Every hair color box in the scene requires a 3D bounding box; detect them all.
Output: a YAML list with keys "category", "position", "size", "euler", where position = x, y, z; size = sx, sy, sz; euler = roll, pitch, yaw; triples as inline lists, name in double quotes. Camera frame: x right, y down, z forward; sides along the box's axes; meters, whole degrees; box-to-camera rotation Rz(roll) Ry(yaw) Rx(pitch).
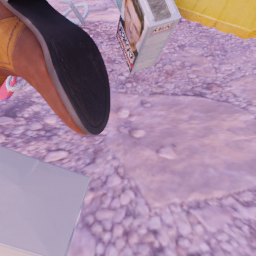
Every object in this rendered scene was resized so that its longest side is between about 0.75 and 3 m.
- category: "hair color box"
  position: [0.267, -1.812, 5.072]
  size: [0.567, 1.869, 0.925]
  euler: [-20, 83, -12]

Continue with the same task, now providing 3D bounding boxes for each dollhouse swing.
- category: "dollhouse swing"
  position: [1.976, -2.449, 6.282]
  size: [2.947, 2.590, 2.678]
  euler: [27, 70, 16]

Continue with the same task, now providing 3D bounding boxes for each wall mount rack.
- category: "wall mount rack"
  position: [-2.067, -2.053, 5.823]
  size: [2.152, 0.923, 2.477]
  euler: [31, 78, 39]

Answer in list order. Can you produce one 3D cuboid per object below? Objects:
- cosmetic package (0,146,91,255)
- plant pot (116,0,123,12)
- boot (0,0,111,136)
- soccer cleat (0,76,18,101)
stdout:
- category: "cosmetic package"
  position: [-1.672, 0.906, 3.512]
  size: [2.146, 0.968, 1.146]
  euler: [24, 52, -9]
- category: "plant pot"
  position: [0.520, -4.345, 9.150]
  size: [2.004, 2.047, 2.009]
  euler: [-32, 28, 18]
- category: "boot"
  position: [-1.782, -0.711, 4.001]
  size: [2.751, 2.590, 0.942]
  euler: [-24, 16, 37]
- category: "soccer cleat"
  position: [-2.786, -1.214, 6.657]
  size: [0.505, 0.579, 1.514]
  euler: [-7, 61, 1]
